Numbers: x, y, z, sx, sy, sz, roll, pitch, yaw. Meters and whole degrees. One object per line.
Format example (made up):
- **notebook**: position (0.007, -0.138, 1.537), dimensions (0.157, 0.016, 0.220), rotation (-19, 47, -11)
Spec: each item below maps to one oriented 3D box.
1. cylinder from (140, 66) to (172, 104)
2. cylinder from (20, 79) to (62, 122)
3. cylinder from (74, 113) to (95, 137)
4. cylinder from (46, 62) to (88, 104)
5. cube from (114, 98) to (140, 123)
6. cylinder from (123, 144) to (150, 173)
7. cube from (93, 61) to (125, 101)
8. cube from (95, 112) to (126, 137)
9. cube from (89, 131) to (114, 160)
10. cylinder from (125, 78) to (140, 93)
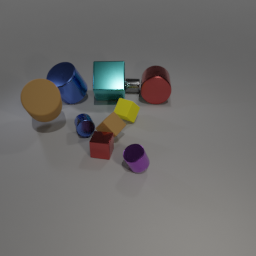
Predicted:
- **cylinder**: position (1.310, -2.044, 13.201), dimensions (1.400, 1.400, 1.400), rotation (2, 33, 4)
- **cylinder**: position (-3.266, -1.018, 10.738), dimensions (1.400, 1.400, 1.400), rotation (-8, -7, -12)
- **cylinder**: position (-1.681, -0.124, 10.819), dimensions (0.700, 0.700, 0.700), rotation (-10, 26, -15)
- **cylinder**: position (-2.748, -2.032, 12.754), dimensions (1.400, 1.400, 1.400), rotation (-8, 61, 14)
- **cube**: position (-0.051, -0.728, 11.552), dimensions (0.700, 0.700, 0.700), rotation (18, 81, 34)
- **cylinder**: position (0.272, 0.968, 8.940), dimensions (0.700, 0.700, 0.700), rotation (-11, 51, 14)
- **cube**: position (-0.840, -2.133, 12.866), dimensions (1.400, 1.400, 1.400), rotation (-1, 77, -1)
- **cube**: position (-0.638, -0.048, 10.440), dimensions (0.700, 0.700, 0.700), rotation (47, 53, -7)
- **cube**: position (-0.908, 0.598, 9.811), dimensions (0.700, 0.700, 0.700), rotation (6, 33, 8)
- **cylinder**: position (0.225, -2.112, 13.981), dimensions (0.700, 0.700, 0.700), rotation (2, 33, 3)
